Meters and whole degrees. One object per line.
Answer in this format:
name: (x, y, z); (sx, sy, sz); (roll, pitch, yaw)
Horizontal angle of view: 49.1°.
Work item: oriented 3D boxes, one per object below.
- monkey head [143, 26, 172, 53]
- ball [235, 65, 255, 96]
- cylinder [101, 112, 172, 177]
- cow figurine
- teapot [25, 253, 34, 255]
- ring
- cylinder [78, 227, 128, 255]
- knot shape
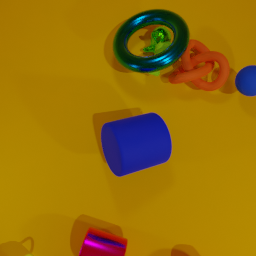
monkey head: (0.822, -2.519, 8.023); (0.836, 1.163, 0.701); (-1, 107, 21)
ball: (3.195, -1.218, 7.248); (0.800, 0.800, 0.800); (0, 80, 0)
cylinder: (0.177, 0.388, 6.961); (1.337, 1.337, 1.337); (-14, 80, -23)
cow figurine: (0.820, -1.878, 7.610); (0.882, 0.492, 0.897); (-13, 119, -11)
teapot: (-2.940, 3.583, 6.746); (1.654, 1.029, 0.810); (-34, 85, 0)
ring: (0.578, -2.307, 7.332); (2.047, 0.409, 2.047); (-7, 62, 13)
cylinder: (-0.635, 3.097, 6.882); (1.030, 1.030, 1.030); (17, 81, 3)
knot shape: (2.012, -1.636, 7.653); (1.519, 0.750, 1.623); (29, 75, 27)
